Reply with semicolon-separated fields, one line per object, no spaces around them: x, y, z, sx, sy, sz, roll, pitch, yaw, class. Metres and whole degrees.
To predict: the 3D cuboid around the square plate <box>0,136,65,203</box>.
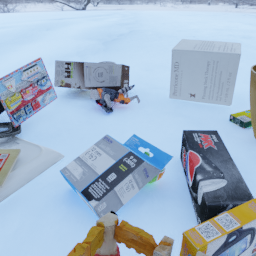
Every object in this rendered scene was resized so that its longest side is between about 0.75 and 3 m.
-3.588;0.900;7.507;2.691;0.383;2.665;16;32;27;square plate

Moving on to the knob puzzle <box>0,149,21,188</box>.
-3.577;1.006;6.622;1.846;0.256;1.846;1;28;0;knob puzzle

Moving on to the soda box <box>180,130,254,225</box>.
1.922;1.101;6.557;1.019;0.912;2.880;0;28;1;soda box

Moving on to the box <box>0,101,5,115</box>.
-5.253;-1.543;8.697;2.515;2.558;1.502;19;57;43;box

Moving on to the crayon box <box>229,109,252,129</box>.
4.251;-0.341;9.916;1.101;0.280;0.699;-13;31;-22;crayon box

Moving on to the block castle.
0.337;2.533;3.472;2.932;1.376;1.959;17;28;24;block castle

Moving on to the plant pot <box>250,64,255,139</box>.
4.572;-0.621;8.376;2.075;2.227;2.075;-1;28;0;plant pot

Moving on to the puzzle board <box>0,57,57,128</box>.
-3.197;-1.187;9.032;0.177;1.537;2.040;5;35;31;puzzle board

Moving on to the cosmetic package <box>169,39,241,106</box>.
3.233;-2.407;11.783;2.564;2.146;2.133;9;30;18;cosmetic package

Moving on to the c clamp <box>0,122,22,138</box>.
-4.387;0.090;8.661;2.116;0.335;2.477;-5;12;-27;c clamp

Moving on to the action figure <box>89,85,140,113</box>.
-0.684;-1.351;11.114;1.823;0.986;1.885;-3;30;-28;action figure

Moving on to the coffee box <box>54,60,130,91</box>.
-1.481;-2.222;12.081;2.893;1.155;1.635;6;10;12;coffee box

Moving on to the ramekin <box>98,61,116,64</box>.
-1.139;-3.163;14.910;1.045;0.549;1.045;-1;28;0;ramekin

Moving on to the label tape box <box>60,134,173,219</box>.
-0.265;0.855;6.447;2.149;0.710;1.539;-40;41;-17;label tape box

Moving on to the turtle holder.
0.565;1.012;7.066;0.576;0.617;0.812;-9;21;-27;turtle holder

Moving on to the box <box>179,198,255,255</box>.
1.765;1.921;4.736;1.987;1.183;0.412;-13;31;-23;box
